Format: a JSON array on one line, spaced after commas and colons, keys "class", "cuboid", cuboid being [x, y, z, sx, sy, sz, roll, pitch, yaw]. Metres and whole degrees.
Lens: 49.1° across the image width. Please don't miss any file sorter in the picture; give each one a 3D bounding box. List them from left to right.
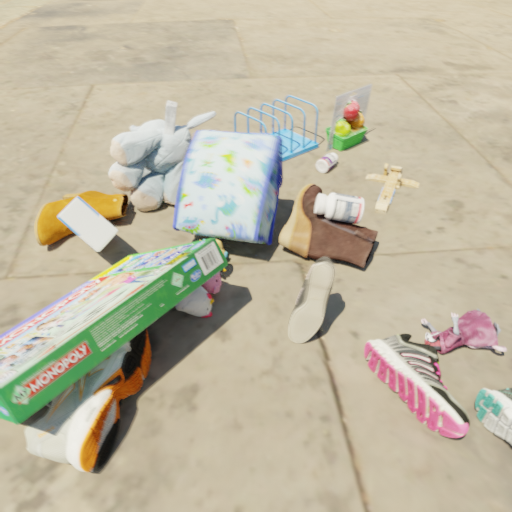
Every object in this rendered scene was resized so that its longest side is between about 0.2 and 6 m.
[{"class": "file sorter", "cuboid": [0.529, -3.452, 15.272, 2.020, 1.239, 1.402, -27, 43, -32]}]

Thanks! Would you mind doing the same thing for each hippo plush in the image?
[{"class": "hippo plush", "cuboid": [-2.533, -2.523, 13.137, 2.077, 2.607, 2.096, 7, 21, -29]}]

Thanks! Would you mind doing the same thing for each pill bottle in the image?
[{"class": "pill bottle", "cuboid": [1.863, -2.446, 14.608, 0.371, 0.371, 0.665, 22, 41, 28]}, {"class": "pill bottle", "cuboid": [1.666, -0.978, 11.280, 0.915, 0.547, 0.547, 10, 36, -3]}]

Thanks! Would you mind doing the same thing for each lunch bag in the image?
[{"class": "lunch bag", "cuboid": [-0.508, -1.422, 11.327, 1.861, 2.189, 1.395, 7, 0, 15]}]

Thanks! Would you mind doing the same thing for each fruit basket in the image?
[{"class": "fruit basket", "cuboid": [2.509, -3.805, 15.403, 1.535, 1.657, 0.777, -29, 46, -33]}]

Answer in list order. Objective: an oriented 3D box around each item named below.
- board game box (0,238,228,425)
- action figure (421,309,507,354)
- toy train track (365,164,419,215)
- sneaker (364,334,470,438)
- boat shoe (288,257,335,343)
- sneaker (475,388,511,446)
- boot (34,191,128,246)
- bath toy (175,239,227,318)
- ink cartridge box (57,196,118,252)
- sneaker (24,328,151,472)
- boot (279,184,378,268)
[{"class": "board game box", "cuboid": [-2.607, 0.984, 8.636, 2.633, 0.570, 3.913, -8, 22, 45]}, {"class": "action figure", "cuboid": [3.310, 1.358, 9.293, 1.248, 0.929, 0.836, -23, -3, -8]}, {"class": "toy train track", "cuboid": [3.246, -1.734, 13.624, 1.318, 0.374, 2.298, 12, 38, 17]}, {"class": "sneaker", "cuboid": [2.525, 1.803, 8.363, 0.882, 0.744, 2.016, -22, 36, -19]}, {"class": "boat shoe", "cuboid": [0.945, 0.733, 9.281, 0.520, 1.556, 0.444, 20, 23, 5]}, {"class": "sneaker", "cuboid": [3.907, 2.441, 7.548, 0.878, 0.747, 1.925, -10, 38, -19]}, {"class": "boot", "cuboid": [-3.673, -0.888, 12.069, 1.530, 0.752, 2.137, -1, 30, 8]}, {"class": "bath toy", "cuboid": [-0.956, 0.427, 10.392, 0.842, 0.716, 1.937, -36, 24, 25]}, {"class": "ink cartridge box", "cuboid": [-3.305, -0.613, 10.975, 0.586, 1.000, 1.384, -50, 15, -11]}, {"class": "sneaker", "cuboid": [-2.433, 1.816, 8.206, 1.219, 1.003, 2.650, 4, 34, 12]}, {"class": "boot", "cuboid": [1.639, -0.637, 11.840, 1.862, 0.810, 2.239, 14, 43, 13]}]
